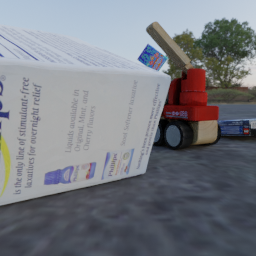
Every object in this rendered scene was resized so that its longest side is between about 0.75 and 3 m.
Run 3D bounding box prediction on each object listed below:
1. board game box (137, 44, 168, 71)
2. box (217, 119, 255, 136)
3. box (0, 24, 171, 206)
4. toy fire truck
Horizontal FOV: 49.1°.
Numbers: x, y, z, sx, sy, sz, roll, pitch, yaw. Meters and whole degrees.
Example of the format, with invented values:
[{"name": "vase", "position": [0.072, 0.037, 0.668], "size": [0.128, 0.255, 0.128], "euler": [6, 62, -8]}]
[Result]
[{"name": "board game box", "position": [0.943, -2.662, 10.778], "size": [0.963, 0.732, 0.217], "euler": [35, 23, -3]}, {"name": "box", "position": [3.103, -0.038, 6.912], "size": [1.895, 0.378, 1.297], "euler": [-3, 1, -27]}, {"name": "box", "position": [-1.236, -0.380, 3.266], "size": [2.483, 1.303, 2.284], "euler": [-4, 26, -38]}, {"name": "toy fire truck", "position": [0.746, -0.792, 5.663], "size": [1.441, 2.240, 1.971], "euler": [-3, 7, -33]}]
